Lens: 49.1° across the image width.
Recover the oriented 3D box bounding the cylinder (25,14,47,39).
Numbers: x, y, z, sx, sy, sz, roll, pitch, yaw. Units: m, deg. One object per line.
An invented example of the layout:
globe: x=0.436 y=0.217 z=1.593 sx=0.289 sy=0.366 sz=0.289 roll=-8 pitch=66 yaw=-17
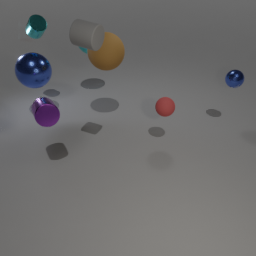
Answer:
cylinder: x=-3.616 y=-3.977 z=11.021 sx=0.700 sy=0.700 sz=0.700 roll=-22 pitch=3 yaw=-31

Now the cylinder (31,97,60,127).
cylinder: x=-2.388 y=-0.466 z=8.099 sx=0.700 sy=0.700 sz=0.700 roll=-14 pitch=27 yaw=-22

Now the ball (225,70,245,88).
ball: x=4.095 y=-1.887 z=10.752 sx=0.700 sy=0.700 sz=0.700 roll=0 pitch=32 yaw=0

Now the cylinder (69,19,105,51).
cylinder: x=-1.090 y=-2.495 z=7.510 sx=0.700 sy=0.700 sz=0.700 roll=20 pitch=36 yaw=16

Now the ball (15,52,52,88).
ball: x=-3.734 y=-2.271 z=11.086 sx=1.400 sy=1.400 sz=1.400 roll=0 pitch=32 yaw=0

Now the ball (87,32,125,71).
ball: x=-0.823 y=-2.872 z=10.533 sx=1.400 sy=1.400 sz=1.400 roll=0 pitch=32 yaw=0

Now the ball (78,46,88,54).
ball: x=-1.693 y=-4.112 z=12.961 sx=1.400 sy=1.400 sz=1.400 roll=0 pitch=32 yaw=0

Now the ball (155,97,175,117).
ball: x=1.315 y=-0.748 z=9.899 sx=0.700 sy=0.700 sz=0.700 roll=0 pitch=32 yaw=0
